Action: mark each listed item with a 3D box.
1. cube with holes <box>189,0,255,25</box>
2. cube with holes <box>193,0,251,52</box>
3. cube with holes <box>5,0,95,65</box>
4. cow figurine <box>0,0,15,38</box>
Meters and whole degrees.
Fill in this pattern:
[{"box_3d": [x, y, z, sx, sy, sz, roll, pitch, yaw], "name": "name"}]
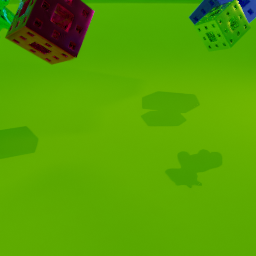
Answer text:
[{"box_3d": [3.055, -3.591, 8.664, 1.362, 1.362, 1.362, -41, 3, -16], "name": "cube with holes"}, {"box_3d": [2.500, -2.693, 7.471, 0.860, 0.860, 0.860, -45, 22, -11], "name": "cube with holes"}, {"box_3d": [-1.669, -2.218, 5.998, 1.165, 1.165, 1.165, 27, -14, -39], "name": "cube with holes"}, {"box_3d": [-3.656, -3.172, 7.590, 1.385, 1.363, 0.760, -22, 59, 16], "name": "cow figurine"}]
